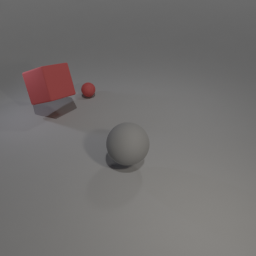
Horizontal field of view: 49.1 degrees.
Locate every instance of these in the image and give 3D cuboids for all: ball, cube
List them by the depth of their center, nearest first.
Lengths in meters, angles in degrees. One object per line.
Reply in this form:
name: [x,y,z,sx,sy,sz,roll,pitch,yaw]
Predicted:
ball: [-0.003,0.513,9.058,1.400,1.400,1.400,0,33,0]
cube: [-3.338,-1.875,11.905,1.400,1.400,1.400,-5,14,38]
ball: [-1.955,-1.890,13.796,0.700,0.700,0.700,0,33,0]
